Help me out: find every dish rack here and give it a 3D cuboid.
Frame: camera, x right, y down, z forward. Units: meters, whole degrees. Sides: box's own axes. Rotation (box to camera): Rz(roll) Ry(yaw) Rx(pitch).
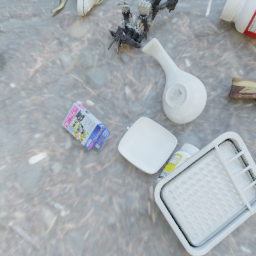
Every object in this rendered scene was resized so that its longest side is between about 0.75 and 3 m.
[{"bbox_3d":[2.184,1.704,7.535,2.846,0.620,2.443,-34,103,-12],"label":"dish rack"}]

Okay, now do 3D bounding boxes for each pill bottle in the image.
[{"bbox_3d":[1.517,1.187,8.015,0.801,0.801,1.401,35,74,12],"label":"pill bottle"},{"bbox_3d":[4.772,-3.819,9.408,2.985,1.675,1.675,25,72,9],"label":"pill bottle"}]

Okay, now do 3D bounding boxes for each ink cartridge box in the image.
[{"bbox_3d":[-1.271,0.008,8.453,1.453,0.305,0.867,40,113,15],"label":"ink cartridge box"}]

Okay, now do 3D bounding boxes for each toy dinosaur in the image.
[{"bbox_3d":[-2.226,-5.416,10.598,1.122,0.604,2.545,-3,70,15],"label":"toy dinosaur"}]

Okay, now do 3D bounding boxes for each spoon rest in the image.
[{"bbox_3d":[1.429,-1.485,8.808,1.459,0.890,2.937,-36,64,29],"label":"spoon rest"}]

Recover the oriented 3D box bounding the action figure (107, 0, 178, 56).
[{"bbox_3d":[0.317,-3.781,9.475,1.689,1.450,2.842,32,70,36],"label":"action figure"}]

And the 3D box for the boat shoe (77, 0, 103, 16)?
[{"bbox_3d":[-1.145,-5.105,10.367,1.085,0.941,2.546,10,60,0],"label":"boat shoe"}]

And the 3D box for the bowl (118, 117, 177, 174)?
[{"bbox_3d":[0.562,0.557,8.391,1.429,0.533,1.427,36,74,11],"label":"bowl"}]

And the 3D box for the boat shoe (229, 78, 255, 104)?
[{"bbox_3d":[4.313,-1.019,8.955,2.195,0.792,0.790,11,100,-7],"label":"boat shoe"}]
